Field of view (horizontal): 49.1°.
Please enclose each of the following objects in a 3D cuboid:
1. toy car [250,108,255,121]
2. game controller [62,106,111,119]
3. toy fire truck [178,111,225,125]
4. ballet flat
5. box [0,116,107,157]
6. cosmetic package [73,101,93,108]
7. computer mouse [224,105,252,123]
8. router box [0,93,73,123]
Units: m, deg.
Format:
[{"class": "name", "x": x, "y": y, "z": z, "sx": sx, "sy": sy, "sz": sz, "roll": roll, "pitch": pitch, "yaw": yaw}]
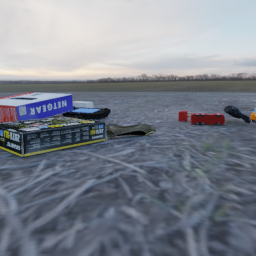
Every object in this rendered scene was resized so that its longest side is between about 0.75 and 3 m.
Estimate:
[{"class": "toy car", "x": 5.106, "y": -0.472, "z": 9.664, "sx": 1.027, "sy": 0.697, "sz": 2.095, "roll": -2, "pitch": 8, "yaw": -8}, {"class": "game controller", "x": -1.751, "y": -0.645, "z": 11.605, "sx": 2.037, "sy": 0.429, "sz": 1.062, "roll": 4, "pitch": 10, "yaw": 29}, {"class": "toy fire truck", "x": 2.581, "y": -0.365, "z": 9.974, "sx": 1.536, "sy": 0.374, "sz": 1.083, "roll": 1, "pitch": 10, "yaw": 9}, {"class": "ballet flat", "x": 0.065, "y": 0.111, "z": 7.321, "sx": 1.480, "sy": 0.343, "sz": 0.499, "roll": 2, "pitch": -26, "yaw": -24}, {"class": "box", "x": -1.865, "y": 0.110, "z": 6.561, "sx": 1.716, "sy": 0.530, "sz": 2.149, "roll": 11, "pitch": 14, "yaw": 42}, {"class": "cosmetic package", "x": -2.522, "y": -1.181, "z": 14.942, "sx": 1.230, "sy": 0.438, "sz": 0.624, "roll": 6, "pitch": 11, "yaw": 31}, {"class": "computer mouse", "x": 3.842, "y": -0.574, "z": 9.978, "sx": 0.881, "sy": 0.335, "sz": 1.272, "roll": 30, "pitch": 9, "yaw": -5}, {"class": "router box", "x": -4.054, "y": -0.842, "z": 11.066, "sx": 2.550, "sy": 0.694, "sz": 2.841, "roll": 5, "pitch": 17, "yaw": 29}]
